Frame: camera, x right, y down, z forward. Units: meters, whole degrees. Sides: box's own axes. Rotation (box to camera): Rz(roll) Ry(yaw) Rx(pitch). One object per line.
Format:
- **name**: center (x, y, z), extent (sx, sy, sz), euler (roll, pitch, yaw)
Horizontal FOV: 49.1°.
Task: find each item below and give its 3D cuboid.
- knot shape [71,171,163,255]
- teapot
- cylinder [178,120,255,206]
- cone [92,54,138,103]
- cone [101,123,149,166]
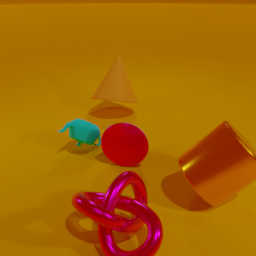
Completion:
- **knot shape**: center (-0.202, 1.249, 4.197), extent (1.338, 0.661, 1.430), euler (21, 36, -15)
- **teapot**: center (-1.068, 0.130, 6.459), extent (1.202, 0.588, 0.747), euler (28, -12, -39)
- **cylinder**: center (1.629, 0.607, 4.874), extent (1.083, 1.083, 1.083), euler (41, 21, -19)
- **cone**: center (-0.327, -1.527, 8.471), extent (1.423, 1.429, 1.423), euler (6, 5, -1)
- **cone**: center (0.014, 0.161, 6.351), extent (1.028, 1.028, 1.032), euler (5, 25, 9)
